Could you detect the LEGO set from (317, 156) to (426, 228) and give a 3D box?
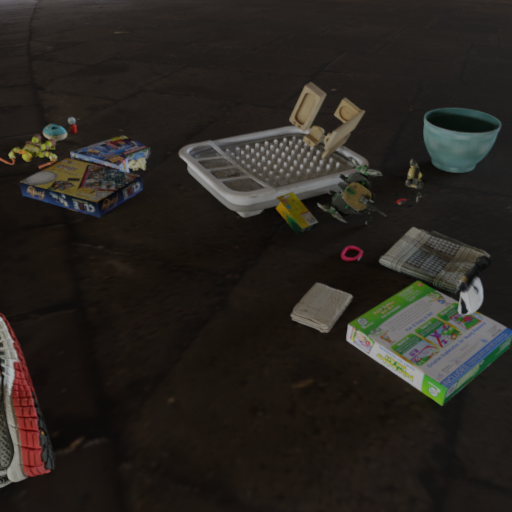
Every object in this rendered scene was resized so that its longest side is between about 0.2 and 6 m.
[{"bbox_3d":[2.568,-1.421,12.746,2.436,1.582,0.690,3,2,-4],"label":"LEGO set"}]

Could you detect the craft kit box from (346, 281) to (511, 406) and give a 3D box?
[{"bbox_3d":[2.841,1.325,9.231,1.937,0.470,1.913,-24,43,-32],"label":"craft kit box"}]

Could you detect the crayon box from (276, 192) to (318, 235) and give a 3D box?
[{"bbox_3d":[0.861,-0.952,12.390,0.599,0.240,0.944,-23,69,-43],"label":"crayon box"}]

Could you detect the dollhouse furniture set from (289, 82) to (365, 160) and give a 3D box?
[{"bbox_3d":[1.450,-3.300,14.053,1.613,1.534,1.314,41,53,10],"label":"dollhouse furniture set"}]

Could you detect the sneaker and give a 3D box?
[{"bbox_3d":[-3.780,1.847,7.723,1.265,1.198,3.079,-18,37,-23],"label":"sneaker"}]

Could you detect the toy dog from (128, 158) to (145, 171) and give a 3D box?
[{"bbox_3d":[-2.873,-2.215,13.372,0.410,0.286,0.398,-7,48,14],"label":"toy dog"}]

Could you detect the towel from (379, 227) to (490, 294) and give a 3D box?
[{"bbox_3d":[3.632,0.008,11.345,1.664,0.298,1.728,25,40,33],"label":"towel"}]

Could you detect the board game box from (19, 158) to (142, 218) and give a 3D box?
[{"bbox_3d":[-4.308,-1.732,13.881,2.461,0.426,1.667,16,36,23],"label":"board game box"}]

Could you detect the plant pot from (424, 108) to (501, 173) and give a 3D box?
[{"bbox_3d":[5.422,-3.044,15.095,1.939,1.299,1.939,0,33,0],"label":"plant pot"}]

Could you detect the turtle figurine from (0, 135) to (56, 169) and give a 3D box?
[{"bbox_3d":[-6.293,-2.980,15.688,1.661,0.535,1.340,3,33,4],"label":"turtle figurine"}]

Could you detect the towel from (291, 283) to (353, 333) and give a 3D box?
[{"bbox_3d":[1.177,0.921,10.055,0.766,0.199,1.156,20,38,25],"label":"towel"}]

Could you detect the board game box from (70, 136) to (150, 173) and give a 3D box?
[{"bbox_3d":[-3.779,-2.577,15.083,1.706,0.526,1.705,-28,44,-36],"label":"board game box"}]

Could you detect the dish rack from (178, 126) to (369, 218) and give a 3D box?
[{"bbox_3d":[0.404,-2.151,14.127,4.015,0.874,3.446,-17,36,-24],"label":"dish rack"}]

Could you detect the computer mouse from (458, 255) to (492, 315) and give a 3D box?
[{"bbox_3d":[3.371,0.556,8.661,0.260,1.186,0.650,32,68,34],"label":"computer mouse"}]

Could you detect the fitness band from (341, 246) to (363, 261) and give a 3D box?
[{"bbox_3d":[1.983,-0.046,11.609,0.390,0.102,0.543,16,35,23],"label":"fitness band"}]

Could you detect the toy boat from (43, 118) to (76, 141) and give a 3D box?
[{"bbox_3d":[-5.992,-3.892,17.132,1.041,0.484,0.875,-29,42,-36],"label":"toy boat"}]
